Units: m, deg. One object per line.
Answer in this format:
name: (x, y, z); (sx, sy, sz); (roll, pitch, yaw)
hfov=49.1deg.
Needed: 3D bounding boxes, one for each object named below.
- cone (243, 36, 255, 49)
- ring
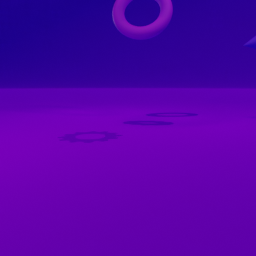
cone: (4.095, -2.715, 8.887); (0.845, 0.842, 0.842); (-12, 8, 5)
ring: (0.472, -3.889, 9.352); (2.017, 2.017, 0.403); (1, -13, 9)
